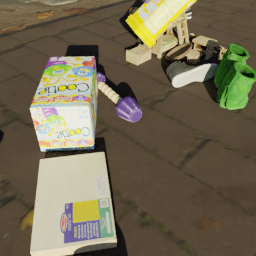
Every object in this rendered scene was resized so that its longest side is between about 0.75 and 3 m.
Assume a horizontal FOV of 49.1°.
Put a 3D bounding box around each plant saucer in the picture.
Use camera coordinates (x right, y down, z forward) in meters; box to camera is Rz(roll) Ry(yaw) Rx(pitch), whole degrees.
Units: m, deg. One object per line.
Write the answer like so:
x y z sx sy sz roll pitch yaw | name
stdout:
2.039 -3.012 11.173 1.159 0.171 1.159 -27 26 15 | plant saucer

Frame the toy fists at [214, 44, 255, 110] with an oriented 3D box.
3.358 -1.557 8.893 0.896 1.328 2.605 19 40 -4 | toy fists

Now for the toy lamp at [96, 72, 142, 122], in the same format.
-0.405 -0.968 8.645 0.709 0.709 2.436 -21 45 -24 | toy lamp

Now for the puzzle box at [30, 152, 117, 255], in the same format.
-1.149 1.487 5.927 1.557 0.298 2.340 -5 40 -7 | puzzle box

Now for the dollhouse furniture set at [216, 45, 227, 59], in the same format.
4.018 -2.931 11.382 0.738 0.464 0.834 7 32 -33 | dollhouse furniture set

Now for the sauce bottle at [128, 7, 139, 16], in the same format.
1.161 -5.593 14.262 2.353 0.777 0.777 23 45 25 | sauce bottle

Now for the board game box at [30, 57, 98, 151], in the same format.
-1.626 -0.789 7.850 1.420 1.394 2.707 -2 39 -2 | board game box

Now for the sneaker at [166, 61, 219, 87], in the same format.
2.251 -2.103 10.011 1.931 0.683 0.958 -17 47 -14 | sneaker

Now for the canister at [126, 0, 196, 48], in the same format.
1.045 -3.806 9.142 2.038 0.882 1.513 -42 40 16 | canister

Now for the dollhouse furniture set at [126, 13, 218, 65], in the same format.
1.753 -3.425 10.955 2.461 1.547 2.782 31 48 32 | dollhouse furniture set

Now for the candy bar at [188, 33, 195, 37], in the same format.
2.686 -4.326 13.201 1.035 0.115 0.258 -14 45 -18 | candy bar

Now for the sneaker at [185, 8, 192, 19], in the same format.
2.852 -6.308 15.177 1.221 0.683 0.446 -3 39 -4 | sneaker
